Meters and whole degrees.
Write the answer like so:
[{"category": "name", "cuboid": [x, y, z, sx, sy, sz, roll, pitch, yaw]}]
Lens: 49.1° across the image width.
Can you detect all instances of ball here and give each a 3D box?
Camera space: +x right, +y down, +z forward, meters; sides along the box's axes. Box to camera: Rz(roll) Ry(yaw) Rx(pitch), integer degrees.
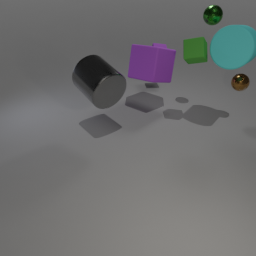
[{"category": "ball", "cuboid": [3.098, -4.113, 10.214, 0.700, 0.700, 0.700, 0, 30, 0]}, {"category": "ball", "cuboid": [4.478, -1.821, 11.170, 0.700, 0.700, 0.700, 0, 30, 0]}]

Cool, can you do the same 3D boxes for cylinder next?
[{"category": "cylinder", "cuboid": [-1.005, -1.610, 9.762, 1.400, 1.400, 1.400, -22, 52, -33]}, {"category": "cylinder", "cuboid": [3.677, -2.785, 9.583, 1.400, 1.400, 1.400, 17, 26, 27]}]

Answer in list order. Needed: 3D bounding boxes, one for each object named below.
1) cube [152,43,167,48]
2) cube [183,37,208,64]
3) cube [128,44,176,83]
[{"category": "cube", "cuboid": [1.543, -3.737, 14.049, 0.700, 0.700, 0.700, 3, 53, -11]}, {"category": "cube", "cuboid": [2.365, -2.694, 9.795, 0.700, 0.700, 0.700, -1, -3, 25]}, {"category": "cube", "cuboid": [1.017, -2.749, 12.000, 1.400, 1.400, 1.400, 19, 19, 37]}]
